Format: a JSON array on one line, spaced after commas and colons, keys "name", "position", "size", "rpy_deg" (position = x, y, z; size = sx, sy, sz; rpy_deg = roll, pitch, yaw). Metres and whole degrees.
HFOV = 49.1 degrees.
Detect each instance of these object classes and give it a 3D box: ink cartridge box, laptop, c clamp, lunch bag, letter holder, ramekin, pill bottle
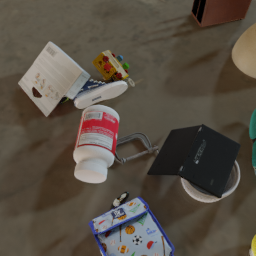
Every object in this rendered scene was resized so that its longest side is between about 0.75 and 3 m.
[{"name": "ink cartridge box", "position": [-3.181, -2.041, 11.849], "size": [2.722, 0.593, 2.363], "rpy_deg": [43, 98, 30]}, {"name": "laptop", "position": [2.277, 1.109, 9.789], "size": [2.338, 1.355, 2.189], "rpy_deg": [29, 62, 8]}, {"name": "c clamp", "position": [0.262, 0.855, 10.533], "size": [1.823, 0.247, 1.558], "rpy_deg": [-15, 59, -10]}, {"name": "lunch bag", "position": [0.044, 3.278, 8.347], "size": [1.904, 1.387, 2.240], "rpy_deg": [-23, 45, -14]}, {"name": "letter holder", "position": [4.832, -6.537, 14.350], "size": [2.602, 1.849, 1.308], "rpy_deg": [-14, 58, -9]}, {"name": "ramekin", "position": [2.713, 1.607, 9.595], "size": [1.915, 1.005, 1.915], "rpy_deg": [0, 58, 0]}, {"name": "pill bottle", "position": [-1.138, 0.569, 10.004], "size": [1.431, 1.431, 2.550], "rpy_deg": [5, 58, 3]}]

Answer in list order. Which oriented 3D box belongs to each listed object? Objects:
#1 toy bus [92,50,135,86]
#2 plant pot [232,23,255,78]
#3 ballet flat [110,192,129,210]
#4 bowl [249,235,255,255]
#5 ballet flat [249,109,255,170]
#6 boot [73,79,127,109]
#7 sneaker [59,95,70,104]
[{"name": "toy bus", "position": [-0.738, -2.506, 12.286], "size": [0.928, 1.694, 1.796], "rpy_deg": [-36, 51, 29]}, {"name": "plant pot", "position": [6.396, -3.815, 12.560], "size": [2.861, 1.921, 2.861], "rpy_deg": [0, 58, 0]}, {"name": "ballet flat", "position": [-0.293, 2.446, 9.484], "size": [0.280, 0.281, 0.823], "rpy_deg": [38, 65, 20]}, {"name": "bowl", "position": [4.046, 3.742, 8.343], "size": [0.649, 1.205, 1.205], "rpy_deg": [-37, 54, 28]}, {"name": "ballet flat", "position": [5.141, 0.484, 10.458], "size": [0.963, 0.975, 2.864], "rpy_deg": [23, 58, -8]}, {"name": "boot", "position": [-1.267, -1.721, 11.822], "size": [2.339, 0.851, 1.056], "rpy_deg": [-21, 64, -12]}, {"name": "sneaker", "position": [-2.758, -1.165, 11.868], "size": [0.886, 0.318, 0.367], "rpy_deg": [-6, 82, -3]}]
